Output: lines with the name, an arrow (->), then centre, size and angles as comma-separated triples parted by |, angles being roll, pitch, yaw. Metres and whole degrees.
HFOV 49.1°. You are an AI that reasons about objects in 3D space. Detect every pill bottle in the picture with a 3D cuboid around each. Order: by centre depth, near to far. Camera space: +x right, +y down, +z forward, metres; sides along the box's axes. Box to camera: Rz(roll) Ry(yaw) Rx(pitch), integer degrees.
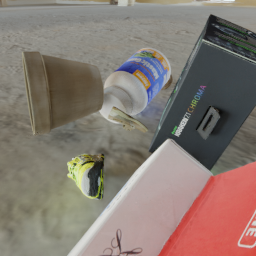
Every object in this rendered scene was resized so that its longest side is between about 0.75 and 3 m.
pill bottle -> 0.165, -1.237, 8.174 | 1.361, 1.361, 2.430 | 16, 45, 27

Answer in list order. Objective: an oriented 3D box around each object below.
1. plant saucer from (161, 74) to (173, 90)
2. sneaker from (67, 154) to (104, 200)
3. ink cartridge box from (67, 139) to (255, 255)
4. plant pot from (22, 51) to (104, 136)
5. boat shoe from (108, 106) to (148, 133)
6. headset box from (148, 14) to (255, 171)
plant saucer -> 1.204, -1.749, 10.151 | 0.822, 0.121, 0.822 | -7, 64, 14
sneaker -> -0.754, 0.838, 4.951 | 0.666, 0.657, 1.743 | 2, 1, -5
ink cartridge box -> -0.232, 1.195, 2.030 | 0.602, 2.372, 2.693 | 40, 67, 4
plant pot -> -1.565, -0.893, 6.817 | 1.700, 1.960, 1.960 | -9, 29, -22
boat shoe -> 0.002, -0.124, 6.945 | 1.117, 0.363, 0.403 | 30, 3, -27
headset box -> 1.701, -0.775, 6.002 | 1.336, 2.508, 2.881 | 25, 33, 4
